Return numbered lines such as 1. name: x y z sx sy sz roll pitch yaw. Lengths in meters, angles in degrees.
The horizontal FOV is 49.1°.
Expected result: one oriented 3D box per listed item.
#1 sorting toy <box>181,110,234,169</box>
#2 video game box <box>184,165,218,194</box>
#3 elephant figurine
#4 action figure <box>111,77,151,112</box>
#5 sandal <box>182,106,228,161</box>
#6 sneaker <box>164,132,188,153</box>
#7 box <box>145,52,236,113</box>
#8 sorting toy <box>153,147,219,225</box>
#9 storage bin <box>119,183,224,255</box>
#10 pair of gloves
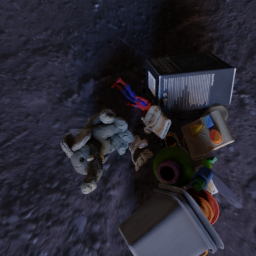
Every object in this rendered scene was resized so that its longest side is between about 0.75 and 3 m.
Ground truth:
1. sorting toy: 2.131 0.327 7.375 1.167 0.232 1.579 -26 51 19
2. video game box: 1.861 1.484 7.454 0.739 0.190 0.811 -25 80 -2
3. elephant figurine: -0.995 0.568 7.349 1.519 1.666 2.147 42 64 2
4. action figure: 0.195 -0.898 8.577 1.521 0.497 0.393 36 48 -14
5. sandal: 2.333 0.014 8.183 0.859 0.574 2.103 42 69 9
6. sneaker: 1.309 0.609 7.703 0.435 0.459 1.118 -37 75 15
7. box: 1.720 -1.382 8.233 2.140 1.146 1.589 -8 31 -7
8. sorting toy: 1.383 1.479 6.799 2.201 1.322 0.903 54 30 8
9. storage bin: 0.773 2.343 6.115 1.502 2.236 1.628 -34 89 -11
10. pair of gloves: 0.481 0.190 7.393 0.286 1.633 1.389 21 20 -21
